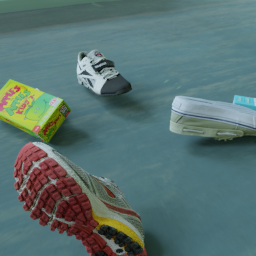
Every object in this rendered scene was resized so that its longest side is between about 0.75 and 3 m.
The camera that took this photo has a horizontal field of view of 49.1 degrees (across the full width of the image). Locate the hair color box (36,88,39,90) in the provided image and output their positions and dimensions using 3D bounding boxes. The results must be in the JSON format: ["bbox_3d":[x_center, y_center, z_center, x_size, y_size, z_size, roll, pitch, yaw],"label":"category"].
[{"bbox_3d":[-2.580,-0.702,8.302,0.585,0.353,1.153,-45,49,-17],"label":"hair color box"}]

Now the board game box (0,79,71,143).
[{"bbox_3d":[-2.712,-0.511,7.565,2.143,0.510,1.089,21,68,27],"label":"board game box"}]

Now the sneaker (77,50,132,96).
[{"bbox_3d":[-0.888,-1.758,8.662,0.977,1.167,2.637,-24,35,-32],"label":"sneaker"}]

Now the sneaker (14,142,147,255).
[{"bbox_3d":[-0.730,1.198,4.560,1.009,2.591,1.065,-36,17,19],"label":"sneaker"}]

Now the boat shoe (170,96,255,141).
[{"bbox_3d":[2.412,-0.144,7.209,2.907,0.902,1.046,10,21,-11],"label":"boat shoe"}]

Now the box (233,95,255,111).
[{"bbox_3d":[3.862,-0.584,8.244,1.468,0.361,0.604,11,32,15],"label":"box"}]
